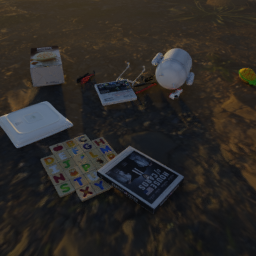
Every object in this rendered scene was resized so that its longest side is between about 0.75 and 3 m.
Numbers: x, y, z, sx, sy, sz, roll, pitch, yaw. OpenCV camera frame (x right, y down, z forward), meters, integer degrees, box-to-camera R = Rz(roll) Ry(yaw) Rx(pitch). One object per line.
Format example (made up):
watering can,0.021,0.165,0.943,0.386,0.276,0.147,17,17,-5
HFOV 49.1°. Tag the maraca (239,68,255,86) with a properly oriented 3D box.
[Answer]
maraca,6.122,-2.577,14.148,0.817,0.638,1.192,-19,58,-21

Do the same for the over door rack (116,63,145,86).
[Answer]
over door rack,0.160,-2.634,14.223,1.031,0.465,1.396,18,60,23

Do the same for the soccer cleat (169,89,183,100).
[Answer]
soccer cleat,2.278,-1.562,13.017,0.860,0.295,0.366,-25,56,-32

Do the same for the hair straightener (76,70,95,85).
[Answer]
hair straightener,-2.229,-2.703,14.535,0.610,0.324,1.584,15,38,19

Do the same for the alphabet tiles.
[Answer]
alphabet tiles,-1.471,1.181,9.339,2.373,0.090,2.852,-20,40,-25

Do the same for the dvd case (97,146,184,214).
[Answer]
dvd case,0.378,1.497,8.670,2.186,0.270,1.643,27,43,30

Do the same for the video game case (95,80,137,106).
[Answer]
video game case,-0.587,-1.674,13.053,1.619,0.189,1.472,-12,47,-15

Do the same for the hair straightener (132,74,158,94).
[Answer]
hair straightener,0.934,-2.268,13.599,1.853,0.713,0.379,-27,5,-32

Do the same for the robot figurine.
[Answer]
robot figurine,2.194,-2.812,13.362,2.180,1.452,2.571,29,45,3

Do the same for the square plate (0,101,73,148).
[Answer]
square plate,-3.762,-0.300,11.210,2.306,0.331,2.328,-25,42,-31

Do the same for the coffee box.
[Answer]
coffee box,-4.278,-3.307,14.721,1.552,1.082,2.714,-10,37,-13
